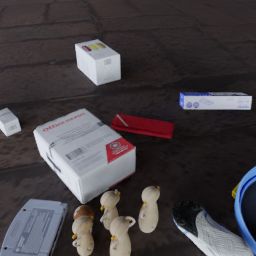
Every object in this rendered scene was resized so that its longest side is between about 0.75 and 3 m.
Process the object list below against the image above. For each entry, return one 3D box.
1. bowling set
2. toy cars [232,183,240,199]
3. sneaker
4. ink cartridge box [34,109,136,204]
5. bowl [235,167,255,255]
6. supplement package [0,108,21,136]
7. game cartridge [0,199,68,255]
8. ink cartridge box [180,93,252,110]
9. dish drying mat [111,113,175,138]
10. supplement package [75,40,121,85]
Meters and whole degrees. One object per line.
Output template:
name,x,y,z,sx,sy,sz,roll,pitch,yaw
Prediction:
bowling set,-0.660,2.195,6.332,1.895,1.462,2.723,23,43,26
toy cars,3.848,2.040,7.362,2.273,0.503,1.019,6,51,1
sneaker,1.870,2.525,6.596,0.844,0.851,2.348,-32,33,-17
ink cartridge box,-1.343,0.694,8.557,1.930,1.120,2.675,-27,45,-30
bowl,3.915,2.125,6.649,2.795,0.549,2.795,2,53,-3
supplement package,-4.420,-0.231,10.237,0.553,0.555,0.946,-29,46,-32
game cartridge,-2.295,2.551,6.821,1.191,0.362,1.787,7,38,4
ink cartridge box,3.359,-1.070,10.984,2.494,0.551,1.173,0,13,3
dish drying mat,0.549,-0.104,10.354,2.250,0.205,0.864,9,39,12
supplement package,-1.483,-3.225,13.534,1.317,1.268,2.315,-20,41,-24
